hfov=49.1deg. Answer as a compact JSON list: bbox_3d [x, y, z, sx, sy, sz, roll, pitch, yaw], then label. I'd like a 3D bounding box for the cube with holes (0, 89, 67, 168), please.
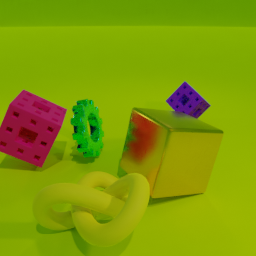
[{"bbox_3d":[-2.207,-0.016,6.450,1.125,1.125,1.125,25,18,-15],"label":"cube with holes"}]

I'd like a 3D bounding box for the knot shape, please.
[{"bbox_3d":[-0.373,1.164,4.285,1.853,0.856,1.734,-4,-3,-38],"label":"knot shape"}]

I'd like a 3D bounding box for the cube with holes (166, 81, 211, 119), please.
[{"bbox_3d":[1.867,-0.763,8.664,0.838,0.838,0.838,52,18,28],"label":"cube with holes"}]

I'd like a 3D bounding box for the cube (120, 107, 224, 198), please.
[{"bbox_3d":[0.813,0.441,5.611,1.334,1.334,1.334,3,18,-31],"label":"cube"}]

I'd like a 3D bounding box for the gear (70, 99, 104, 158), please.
[{"bbox_3d":[-0.954,0.006,6.825,0.258,1.397,1.397,-8,20,15],"label":"gear"}]
